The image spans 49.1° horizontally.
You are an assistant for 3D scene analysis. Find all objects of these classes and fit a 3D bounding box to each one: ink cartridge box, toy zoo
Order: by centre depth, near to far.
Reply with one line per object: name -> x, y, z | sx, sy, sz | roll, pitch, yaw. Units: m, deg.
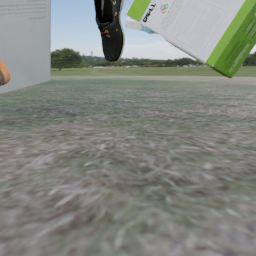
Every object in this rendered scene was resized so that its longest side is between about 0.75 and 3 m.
ink cartridge box -> 1.501, -2.626, 5.873 | 1.029, 2.008, 2.716 | 8, 29, -50
toy zoo -> 0.851, -3.420, 8.772 | 1.603, 0.250, 2.444 | 11, 40, 5

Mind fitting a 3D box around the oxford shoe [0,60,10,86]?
oxford shoe -> -2.748, -1.318, 4.915 | 0.521, 1.461, 0.533 | -31, 15, 34

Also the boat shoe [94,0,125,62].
boat shoe -> -0.707, -3.654, 9.739 | 1.078, 2.947, 0.924 | 30, 46, 30

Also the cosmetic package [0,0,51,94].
cosmetic package -> -3.615, -2.975, 7.509 | 2.974, 2.983, 1.834 | 36, 41, 29
